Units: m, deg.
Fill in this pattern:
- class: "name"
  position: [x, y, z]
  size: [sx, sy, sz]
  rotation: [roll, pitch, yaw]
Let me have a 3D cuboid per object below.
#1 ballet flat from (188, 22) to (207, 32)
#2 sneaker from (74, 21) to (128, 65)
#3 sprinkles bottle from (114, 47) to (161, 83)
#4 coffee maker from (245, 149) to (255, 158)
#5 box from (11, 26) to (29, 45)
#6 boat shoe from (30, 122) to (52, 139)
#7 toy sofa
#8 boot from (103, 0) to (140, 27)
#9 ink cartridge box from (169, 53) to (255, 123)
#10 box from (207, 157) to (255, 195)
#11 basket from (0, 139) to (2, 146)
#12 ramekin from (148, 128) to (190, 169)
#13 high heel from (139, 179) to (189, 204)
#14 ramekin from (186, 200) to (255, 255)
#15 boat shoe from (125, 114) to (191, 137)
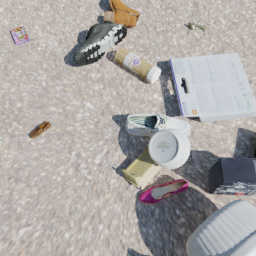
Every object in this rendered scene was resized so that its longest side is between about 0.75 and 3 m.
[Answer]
- class: "ballet flat"
  position: [3.007, -4.392, 12.242]
  size: [0.824, 0.279, 0.310]
  rotation: [15, 82, 6]
- class: "sneaker"
  position: [-1.332, -3.553, 11.465]
  size: [1.235, 0.907, 2.730]
  rotation: [37, 65, 21]
- class: "sprinkles bottle"
  position: [0.361, -2.472, 10.999]
  size: [1.878, 0.641, 0.641]
  rotation: [35, 68, 17]
- class: "coffee maker"
  position: [4.486, 0.643, 9.283]
  size: [1.137, 0.797, 1.184]
  rotation: [16, 63, 9]
- class: "box"
  position: [-4.647, -3.989, 12.061]
  size: [0.577, 0.165, 0.843]
  rotation: [-23, 65, -11]
- class: "boat shoe"
  position: [-3.107, 0.048, 9.875]
  size: [0.855, 0.289, 0.308]
  rotation: [-36, 68, -17]
- class: "toy sofa"
  position: [0.591, 1.212, 9.153]
  size: [0.632, 0.745, 1.527]
  rotation: [28, 64, 40]
- class: "boot"
  position: [-0.155, -5.283, 12.478]
  size: [1.466, 0.698, 1.895]
  rotation: [12, 74, 7]
- class: "ink cartridge box"
  position: [3.094, -1.548, 10.551]
  size: [2.781, 0.564, 2.775]
  rotation: [-4, 62, -2]
- class: "box"
  position: [3.275, 1.489, 8.448]
  size: [1.353, 1.486, 0.773]
  rotation: [2, 63, 1]
- class: "basket"
  position: [-5.008, 0.863, 8.821]
  size: [1.753, 1.383, 1.988]
  rotation: [-2, 53, -2]
- class: "ramekin"
  position: [1.190, 0.601, 8.460]
  size: [1.272, 0.592, 1.272]
  rotation: [-6, 78, 30]
- class: "high heel"
  position: [1.105, 1.933, 8.628]
  size: [1.549, 0.743, 0.522]
  rotation: [-9, 63, -5]
- class: "ramekin"
  position: [2.614, 2.940, 7.247]
  size: [2.486, 2.486, 1.158]
  rotation: [-30, 53, -15]
- class: "boat shoe"
  position: [1.049, -0.070, 9.663]
  size: [2.305, 0.770, 0.848]
  rotation: [-1, 62, -1]
